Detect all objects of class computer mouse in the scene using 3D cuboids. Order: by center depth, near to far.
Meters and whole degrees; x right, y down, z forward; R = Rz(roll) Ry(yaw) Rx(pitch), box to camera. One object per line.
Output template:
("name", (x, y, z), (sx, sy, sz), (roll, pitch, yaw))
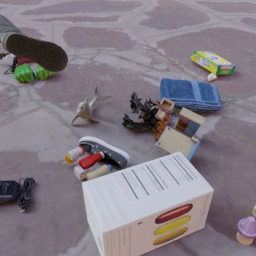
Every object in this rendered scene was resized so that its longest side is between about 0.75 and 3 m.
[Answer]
("computer mouse", (-3.594, 1.904, 8.014), (1.668, 0.440, 1.155), (6, 35, -12))

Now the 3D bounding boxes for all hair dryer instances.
("hair dryer", (-5.585, -3.516, 14.883), (2.388, 0.649, 1.819), (-26, 62, -23))

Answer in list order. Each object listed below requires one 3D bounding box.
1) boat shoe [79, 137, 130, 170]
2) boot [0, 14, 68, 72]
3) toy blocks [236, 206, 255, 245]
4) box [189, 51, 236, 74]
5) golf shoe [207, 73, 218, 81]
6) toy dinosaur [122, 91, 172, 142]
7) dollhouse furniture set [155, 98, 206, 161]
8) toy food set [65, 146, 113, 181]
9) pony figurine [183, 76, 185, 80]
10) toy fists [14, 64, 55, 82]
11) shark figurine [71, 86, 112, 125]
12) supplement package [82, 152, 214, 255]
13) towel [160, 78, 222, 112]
("boat shoe", (-0.888, 0.872, 9.149), (1.892, 0.661, 0.627), (23, 42, 15))
("boot", (-3.271, -2.691, 8.634), (2.437, 0.884, 2.216), (32, 8, 40))
("toy blocks", (4.202, 1.877, 6.291), (2.890, 2.433, 2.701), (-31, 46, -32))
("box", (4.300, -3.452, 14.482), (1.309, 0.539, 2.230), (-6, 35, -30))
("golf shoe", (4.106, -2.468, 13.613), (0.366, 0.301, 0.800), (27, 46, 25))
("toy dinosaur", (0.870, -0.448, 10.322), (1.819, 1.369, 2.680), (14, 10, -13))
("dollhouse furniture set", (1.466, 0.323, 9.518), (1.761, 1.217, 1.865), (28, 66, 11))
("toy food set", (-1.116, 1.139, 8.555), (0.832, 0.883, 1.850), (-26, 47, -31))
("pony figurine", (2.346, -1.627, 12.098), (0.779, 0.935, 0.903), (-4, 30, 45))
("toy fists", (-4.532, -2.713, 13.642), (1.959, 0.674, 0.999), (-13, 33, -14))
("shark figurine", (-1.400, -0.667, 11.123), (0.977, 1.399, 2.341), (32, 24, 0))
("supplement package", (0.454, 1.941, 6.965), (2.758, 1.569, 1.511), (-16, 40, -18))
("towel", (2.538, -1.368, 11.364), (2.461, 0.597, 1.374), (5, 59, -11))
